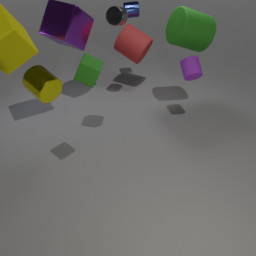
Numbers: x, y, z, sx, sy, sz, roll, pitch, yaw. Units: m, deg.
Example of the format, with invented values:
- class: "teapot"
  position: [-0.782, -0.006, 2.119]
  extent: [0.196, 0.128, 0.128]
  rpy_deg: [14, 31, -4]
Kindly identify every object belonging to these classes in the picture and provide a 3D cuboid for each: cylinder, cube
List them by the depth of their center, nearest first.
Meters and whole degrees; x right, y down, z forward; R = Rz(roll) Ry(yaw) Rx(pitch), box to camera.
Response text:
- class: "cylinder"
  position: [-2.122, -1.090, 6.957]
  extent: [0.700, 0.700, 0.700]
  rpy_deg: [38, 46, 20]
- class: "cube"
  position: [-1.293, -1.903, 9.241]
  extent: [0.700, 0.700, 0.700]
  rpy_deg: [23, 39, -14]
- class: "cube"
  position: [-4.219, -2.971, 9.490]
  extent: [1.400, 1.400, 1.400]
  rpy_deg: [-36, 67, 3]
- class: "cylinder"
  position: [2.372, -2.224, 10.487]
  extent: [0.700, 0.700, 0.700]
  rpy_deg: [-8, 77, -12]
- class: "cylinder"
  position: [2.397, -3.786, 10.805]
  extent: [1.400, 1.400, 1.400]
  rpy_deg: [7, 28, -25]
- class: "cylinder"
  position: [-0.425, -4.372, 10.949]
  extent: [0.700, 0.700, 0.700]
  rpy_deg: [9, 22, 14]
- class: "cube"
  position: [-2.484, -4.163, 11.413]
  extent: [1.400, 1.400, 1.400]
  rpy_deg: [22, 7, 22]
- class: "cylinder"
  position: [0.145, -5.593, 13.256]
  extent: [0.700, 0.700, 0.700]
  rpy_deg: [-8, 34, -4]
- class: "cylinder"
  position: [0.261, -4.051, 13.536]
  extent: [1.400, 1.400, 1.400]
  rpy_deg: [34, 39, 2]
